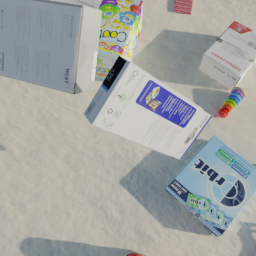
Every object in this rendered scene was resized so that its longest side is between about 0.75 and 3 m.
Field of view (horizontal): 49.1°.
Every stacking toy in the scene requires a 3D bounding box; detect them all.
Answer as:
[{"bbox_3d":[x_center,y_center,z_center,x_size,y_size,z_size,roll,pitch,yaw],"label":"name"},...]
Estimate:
[{"bbox_3d":[3.492,-0.816,9.537,0.520,0.520,1.219,36,77,16],"label":"stacking toy"}]

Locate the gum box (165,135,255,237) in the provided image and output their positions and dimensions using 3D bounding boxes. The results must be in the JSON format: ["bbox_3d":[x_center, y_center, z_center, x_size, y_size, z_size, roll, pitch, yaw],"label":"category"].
[{"bbox_3d":[2.594,1.637,8.308,1.939,0.508,2.282,42,71,17],"label":"gum box"}]

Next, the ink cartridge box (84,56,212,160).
[{"bbox_3d":[0.567,-0.292,6.209,1.415,2.846,0.558,-57,38,10],"label":"ink cartridge box"}]

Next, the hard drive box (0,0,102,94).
[{"bbox_3d":[-2.174,-2.204,7.288,2.652,1.019,2.067,16,110,17],"label":"hard drive box"}]

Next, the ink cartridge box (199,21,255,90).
[{"bbox_3d":[3.812,-2.631,10.123,1.546,0.873,2.107,38,70,16],"label":"ink cartridge box"}]

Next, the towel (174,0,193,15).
[{"bbox_3d":[2.348,-5.201,11.767,0.736,0.114,1.018,11,67,3],"label":"towel"}]

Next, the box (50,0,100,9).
[{"bbox_3d":[-2.485,-4.115,11.014,2.120,0.560,2.720,25,66,11],"label":"box"}]

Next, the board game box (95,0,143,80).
[{"bbox_3d":[-0.521,-3.252,10.112,1.459,1.433,2.781,15,66,7],"label":"board game box"}]

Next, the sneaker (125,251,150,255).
[{"bbox_3d":[1.108,4.067,6.737,2.997,1.273,1.154,26,67,12],"label":"sneaker"}]
